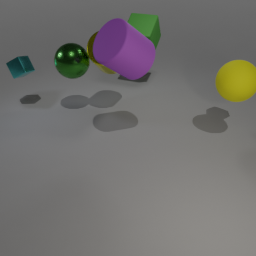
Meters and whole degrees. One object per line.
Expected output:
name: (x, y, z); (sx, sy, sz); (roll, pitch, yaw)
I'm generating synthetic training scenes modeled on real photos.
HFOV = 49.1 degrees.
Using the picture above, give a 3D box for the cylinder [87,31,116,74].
cylinder: (-0.795, -3.008, 11.247); (1.400, 1.400, 1.400); (5, -2, 9)

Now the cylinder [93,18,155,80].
cylinder: (-0.107, -2.371, 8.573); (1.400, 1.400, 1.400); (31, 8, 41)

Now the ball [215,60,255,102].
ball: (3.679, -1.578, 9.441); (1.400, 1.400, 1.400); (0, 31, 0)

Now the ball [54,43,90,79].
ball: (-2.235, -2.674, 11.193); (1.400, 1.400, 1.400); (0, 31, 0)

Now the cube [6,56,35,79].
cube: (-4.524, -2.573, 11.820); (0.700, 0.700, 0.700); (-20, 11, 21)

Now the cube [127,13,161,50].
cube: (0.720, -4.637, 13.925); (1.400, 1.400, 1.400); (13, 68, 19)
